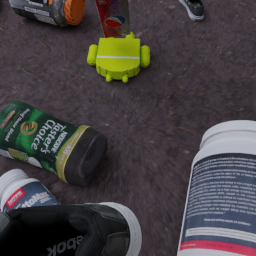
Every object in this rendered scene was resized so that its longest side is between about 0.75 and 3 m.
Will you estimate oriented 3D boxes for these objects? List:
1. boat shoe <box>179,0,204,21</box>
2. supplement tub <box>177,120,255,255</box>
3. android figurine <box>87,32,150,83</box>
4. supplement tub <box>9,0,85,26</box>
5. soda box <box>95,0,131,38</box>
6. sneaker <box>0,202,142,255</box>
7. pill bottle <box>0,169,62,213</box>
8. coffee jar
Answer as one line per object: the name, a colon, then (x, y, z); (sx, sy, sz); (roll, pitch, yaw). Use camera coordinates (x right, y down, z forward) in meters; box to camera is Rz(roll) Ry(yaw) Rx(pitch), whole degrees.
boat shoe: (2.425, -4.845, 10.546); (0.692, 0.571, 2.017); (-10, 56, -7)
supplement tub: (2.122, 1.506, 5.296); (2.020, 2.020, 2.878); (13, 57, 9)
android figurine: (-0.285, -2.259, 8.847); (1.980, 0.447, 2.175); (0, 55, 0)
supplement tub: (-2.758, -4.394, 9.721); (2.309, 1.415, 1.415); (17, 57, 11)
soda box: (-0.410, -3.254, 6.984); (0.792, 2.497, 0.874); (-8, 79, 2)
sneaker: (-0.835, 0.842, 1.770); (1.804, 0.816, 0.600); (-18, 65, 5)
pill bottle: (-2.044, 1.639, 5.850); (1.614, 0.965, 0.965); (37, 63, 23)
coffee jar: (-1.835, 0.359, 6.630); (2.597, 1.108, 1.354); (19, 60, 13)
